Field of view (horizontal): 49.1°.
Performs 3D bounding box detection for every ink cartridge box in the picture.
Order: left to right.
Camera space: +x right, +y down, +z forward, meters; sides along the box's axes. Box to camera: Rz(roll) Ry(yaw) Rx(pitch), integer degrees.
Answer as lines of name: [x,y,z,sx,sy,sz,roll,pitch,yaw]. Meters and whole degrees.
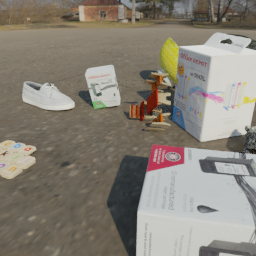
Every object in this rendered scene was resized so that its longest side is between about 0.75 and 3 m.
ink cartridge box: [-0.950,-1.567,10.752,1.067,1.462,0.614,-9,32,7]
ink cartridge box: [2.701,-1.371,8.765,1.837,2.933,1.885,-8,26,-18]
ink cartridge box: [1.731,1.370,4.765,2.921,1.218,2.121,4,25,9]

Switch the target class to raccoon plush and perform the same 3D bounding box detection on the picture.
raccoon plush: [3.207,0.395,7.598,1.670,0.808,1.119,-8,18,-17]

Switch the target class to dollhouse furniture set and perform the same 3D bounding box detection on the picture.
dollhouse furniture set: [0.681,-0.728,9.104,0.883,1.714,1.695,4,-16,-13]

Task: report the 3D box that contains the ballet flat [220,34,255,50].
ballet flat: [4.030,-2.405,9.393,2.992,0.994,0.850,31,77,28]

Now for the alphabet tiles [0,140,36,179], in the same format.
alphabet tiles: [-3.415,0.843,7.275,1.890,0.138,1.849,10,27,22]

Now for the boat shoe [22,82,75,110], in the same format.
boat shoe: [-3.214,-1.345,11.169,2.613,0.895,0.941,18,27,34]

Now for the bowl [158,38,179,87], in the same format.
bowl: [2.294,-2.816,13.419,1.450,2.695,2.695,-40,19,15]
